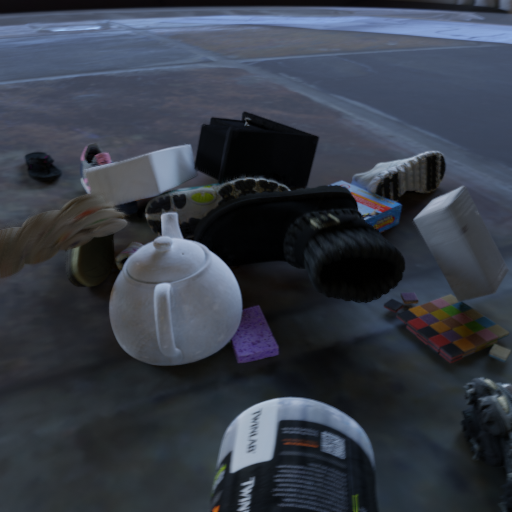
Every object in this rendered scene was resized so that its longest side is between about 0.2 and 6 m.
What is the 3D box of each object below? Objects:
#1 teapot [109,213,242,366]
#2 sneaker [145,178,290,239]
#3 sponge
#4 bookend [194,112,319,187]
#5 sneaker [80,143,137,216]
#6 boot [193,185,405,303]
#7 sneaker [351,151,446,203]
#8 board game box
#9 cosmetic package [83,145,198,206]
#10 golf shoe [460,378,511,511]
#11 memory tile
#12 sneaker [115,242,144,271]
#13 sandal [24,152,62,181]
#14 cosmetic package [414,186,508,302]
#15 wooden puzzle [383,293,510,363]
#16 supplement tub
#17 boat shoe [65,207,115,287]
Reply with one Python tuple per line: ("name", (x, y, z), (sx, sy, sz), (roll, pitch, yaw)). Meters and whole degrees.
("teapot", (-1.212, 0.465, 8.064), (2.111, 1.542, 2.084), (20, 40, 36))
("sneaker", (-0.698, -1.079, 11.333), (3.038, 1.177, 1.210), (-2, 21, -1))
("sponge", (-0.103, 1.153, 8.366), (0.608, 0.163, 1.091), (-11, 32, -11))
("bookend", (-0.478, -2.601, 13.128), (2.690, 1.247, 2.707), (-6, 27, -42))
("sneaker", (-3.354, -1.712, 12.446), (0.835, 0.977, 2.382), (-16, 39, -34))
("boot", (0.597, -0.097, 9.327), (3.189, 1.200, 2.384), (-15, 38, -2))
("sneaker", (3.330, -1.873, 12.912), (2.649, 0.995, 1.074), (-19, 27, -30))
("board game box", (1.806, -0.907, 11.625), (1.660, 0.474, 1.696), (-22, 37, -33))
("cosmetic package", (-2.207, -1.683, 11.496), (1.321, 0.810, 3.200), (-14, 12, 10))
("golf shoe", (3.073, 2.258, 5.623), (1.308, 1.077, 2.769), (1, 31, 1))
("memory tile", (-3.219, -0.229, 8.439), (2.395, 0.201, 1.836), (-24, -7, -4))
("sneaker", (-1.882, 0.185, 9.742), (1.392, 0.566, 0.614), (9, 32, 32))
("sandal", (-5.465, -2.351, 14.110), (0.737, 0.469, 1.960), (-18, 35, -28))
("cosmetic package", (3.276, -0.169, 8.912), (0.720, 1.598, 0.853), (-27, 10, 47))
("wooden puzzle", (2.966, 1.070, 8.568), (1.170, 0.139, 1.973), (-15, 33, -24))
("supplement tub", (0.291, 2.558, 4.628), (1.531, 1.531, 2.500), (3, 30, 5))
("boat shoe", (-3.136, -0.276, 10.275), (0.815, 0.886, 2.480), (-21, 40, 14))
